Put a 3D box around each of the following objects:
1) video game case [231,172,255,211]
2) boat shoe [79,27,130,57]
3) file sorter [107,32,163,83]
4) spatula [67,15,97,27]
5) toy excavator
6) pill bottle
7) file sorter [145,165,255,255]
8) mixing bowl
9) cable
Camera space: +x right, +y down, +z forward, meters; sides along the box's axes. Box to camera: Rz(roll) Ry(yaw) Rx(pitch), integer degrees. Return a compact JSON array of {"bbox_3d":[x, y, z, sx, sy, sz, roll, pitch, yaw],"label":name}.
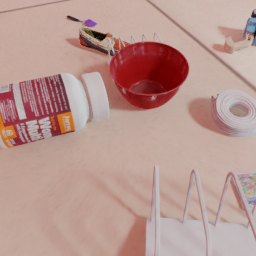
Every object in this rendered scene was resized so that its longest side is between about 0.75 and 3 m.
[{"bbox_3d":[2.626,1.338,5.974,0.614,0.077,0.858,-3,48,-3],"label":"video game case"},{"bbox_3d":[-0.736,-2.913,9.476,2.043,0.639,0.727,18,48,14],"label":"boat shoe"},{"bbox_3d":[0.218,-2.202,8.588,1.598,0.995,1.109,-10,48,-9],"label":"file sorter"},{"bbox_3d":[-1.853,-4.221,11.002,1.341,0.138,0.379,21,51,18],"label":"spatula"},{"bbox_3d":[4.330,-3.223,9.695,1.752,0.900,1.802,13,58,13],"label":"toy excavator"},{"bbox_3d":[-1.869,-0.504,6.722,2.635,1.443,1.443,-14,49,-13],"label":"pill bottle"},{"bbox_3d":[1.619,1.710,4.275,2.641,1.645,1.833,4,30,3],"label":"file sorter"},{"bbox_3d":[0.539,-1.267,7.592,2.046,1.108,2.046,0,53,0],"label":"mixing bowl"},{"bbox_3d":[2.792,-0.398,7.191,1.298,0.449,1.298,11,58,4],"label":"cable"}]
